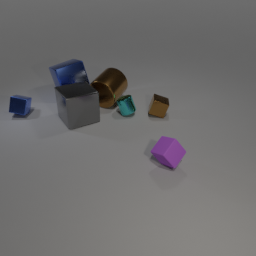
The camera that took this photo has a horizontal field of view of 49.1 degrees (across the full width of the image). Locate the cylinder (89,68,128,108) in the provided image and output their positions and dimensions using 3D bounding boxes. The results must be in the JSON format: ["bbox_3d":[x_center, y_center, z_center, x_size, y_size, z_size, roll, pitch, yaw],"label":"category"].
[{"bbox_3d":[-0.920,-1.875,13.014,1.400,1.400,1.400,14,43,22],"label":"cylinder"}]

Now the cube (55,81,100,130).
[{"bbox_3d":[-2.107,-0.986,11.743,1.400,1.400,1.400,-17,35,-26],"label":"cube"}]

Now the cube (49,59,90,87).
[{"bbox_3d":[-2.868,-2.480,13.788,1.400,1.400,1.400,-25,27,-19],"label":"cube"}]

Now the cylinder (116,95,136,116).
[{"bbox_3d":[-0.069,-1.004,12.259,0.700,0.700,0.700,-18,21,7],"label":"cylinder"}]

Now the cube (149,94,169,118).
[{"bbox_3d":[1.341,-0.964,12.218,0.700,0.700,0.700,18,31,-6],"label":"cube"}]

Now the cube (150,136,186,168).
[{"bbox_3d":[1.311,0.773,9.103,0.700,0.700,0.700,-52,29,-16],"label":"cube"}]

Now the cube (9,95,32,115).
[{"bbox_3d":[-4.680,-1.010,12.187,0.700,0.700,0.700,11,13,-3],"label":"cube"}]
